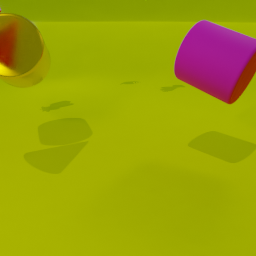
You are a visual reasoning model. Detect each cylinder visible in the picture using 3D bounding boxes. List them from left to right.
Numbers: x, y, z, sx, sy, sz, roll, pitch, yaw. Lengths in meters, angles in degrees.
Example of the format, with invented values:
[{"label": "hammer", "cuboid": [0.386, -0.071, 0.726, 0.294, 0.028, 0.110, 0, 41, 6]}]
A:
[{"label": "cylinder", "cuboid": [-2.363, -1.570, 5.950, 1.275, 1.275, 1.275, -4, 1, -9]}, {"label": "cylinder", "cuboid": [1.642, -1.198, 5.108, 1.169, 1.169, 1.169, 33, 36, 25]}]
